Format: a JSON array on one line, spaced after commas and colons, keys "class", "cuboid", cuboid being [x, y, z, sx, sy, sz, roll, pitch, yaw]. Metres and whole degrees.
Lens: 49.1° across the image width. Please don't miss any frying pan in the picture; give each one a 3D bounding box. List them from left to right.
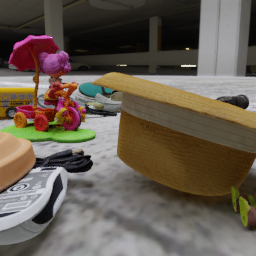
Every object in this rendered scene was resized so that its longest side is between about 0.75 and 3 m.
[{"class": "frying pan", "cuboid": [-1.786, -0.554, 8.985, 2.773, 0.451, 1.677, 13, 31, 1]}]

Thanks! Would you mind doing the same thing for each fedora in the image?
[{"class": "fedora", "cuboid": [0.834, 0.136, 3.997, 2.989, 1.219, 2.989, 16, 8, -2]}]

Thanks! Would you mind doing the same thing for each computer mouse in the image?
[{"class": "computer mouse", "cuboid": [-1.131, 0.777, 3.319, 1.212, 0.485, 2.211, -7, 11, 3]}]

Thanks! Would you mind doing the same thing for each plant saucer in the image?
[{"class": "plant saucer", "cuboid": [-2.638, 0.543, 3.337, 2.921, 0.471, 2.921, -9, 10, 2]}]

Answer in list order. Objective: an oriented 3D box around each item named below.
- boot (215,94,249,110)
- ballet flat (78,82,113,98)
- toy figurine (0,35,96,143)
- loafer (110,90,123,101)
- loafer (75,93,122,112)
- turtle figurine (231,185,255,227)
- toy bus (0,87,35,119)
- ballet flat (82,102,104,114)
[{"class": "boot", "cuboid": [3.568, -0.920, 10.864, 1.524, 0.606, 1.750, -9, 8, -22]}, {"class": "ballet flat", "cuboid": [-1.450, -1.980, 15.064, 2.600, 0.919, 0.919, -6, 14, -24]}, {"class": "toy figurine", "cuboid": [-2.006, -1.031, 6.925, 2.645, 2.434, 1.986, 8, 15, 29]}, {"class": "loafer", "cuboid": [-0.336, -1.280, 11.861, 0.826, 0.733, 2.172, -2, 13, -9]}, {"class": "loafer", "cuboid": [-1.061, -0.952, 10.504, 1.978, 0.690, 0.692, 0, 13, 1]}, {"class": "turtle figurine", "cuboid": [1.832, 0.810, 3.200, 1.170, 0.467, 1.451, -7, 22, 7]}, {"class": "toy bus", "cuboid": [-4.349, -0.810, 9.103, 2.519, 0.986, 0.820, -5, 13, -29]}, {"class": "ballet flat", "cuboid": [-1.495, -0.681, 10.053, 1.272, 0.450, 0.450, 4, 13, 14]}]
